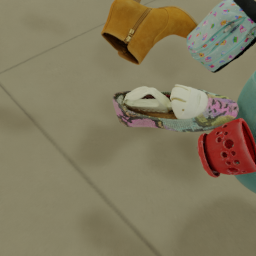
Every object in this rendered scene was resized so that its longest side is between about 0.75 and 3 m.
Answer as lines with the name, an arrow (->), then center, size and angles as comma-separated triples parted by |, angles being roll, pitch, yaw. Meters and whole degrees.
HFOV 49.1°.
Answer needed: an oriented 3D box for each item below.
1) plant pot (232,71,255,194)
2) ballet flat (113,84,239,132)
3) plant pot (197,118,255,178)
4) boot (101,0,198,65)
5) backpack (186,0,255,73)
plant pot -> 3.021, -0.123, 5.032 | 2.366, 1.899, 2.366 | -12, 32, 7
ballet flat -> 0.696, -0.409, 5.067 | 2.370, 0.843, 0.819 | 3, 57, 32
plant pot -> 1.579, 0.343, 4.461 | 0.772, 0.848, 0.848 | -19, 43, 32
boot -> 0.627, -2.378, 7.229 | 2.557, 0.900, 1.831 | 25, 75, -22
backpack -> 2.334, -2.268, 6.735 | 1.138, 1.798, 1.500 | 36, 32, -19
